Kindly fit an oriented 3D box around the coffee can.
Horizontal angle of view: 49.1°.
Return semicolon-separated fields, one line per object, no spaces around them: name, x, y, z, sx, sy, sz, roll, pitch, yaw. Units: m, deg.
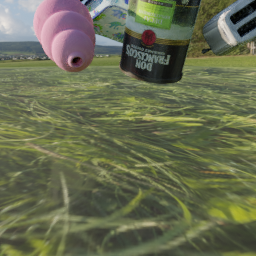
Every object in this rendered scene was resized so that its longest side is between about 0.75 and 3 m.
coffee can;0.944;-3.068;8.463;2.098;2.867;2.098;7;31;-4

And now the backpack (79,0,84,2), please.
backpack;-1.730;-4.588;9.465;0.934;0.703;0.829;-3;28;41

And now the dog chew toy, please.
dog chew toy;-1.734;-2.620;8.053;1.774;1.774;2.850;-5;45;-19

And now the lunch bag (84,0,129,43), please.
lunch bag;-0.154;-4.045;10.194;2.582;1.065;2.076;6;-10;-39

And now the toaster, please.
toaster;2.996;-2.818;7.627;2.060;1.171;1.331;-32;5;-2
